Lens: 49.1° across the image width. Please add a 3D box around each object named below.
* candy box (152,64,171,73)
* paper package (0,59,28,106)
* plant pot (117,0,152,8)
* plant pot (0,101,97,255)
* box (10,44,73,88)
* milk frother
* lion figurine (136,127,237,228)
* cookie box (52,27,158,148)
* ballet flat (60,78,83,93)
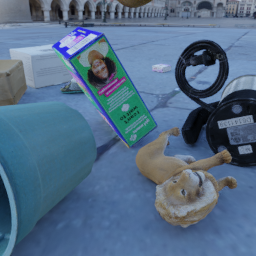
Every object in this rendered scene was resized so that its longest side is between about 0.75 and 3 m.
[{"bbox_3d":[1.841,-3.268,15.280,0.703,0.300,0.838,20,30,37],"label":"candy box"},{"bbox_3d":[-5.318,-1.656,10.332,2.637,1.364,2.514,-4,24,-6],"label":"paper package"},{"bbox_3d":[0.257,-2.689,5.099,0.981,0.981,1.052,-7,27,-15],"label":"plant pot"},{"bbox_3d":[-1.806,0.558,4.562,2.289,2.289,2.242,11,18,23],"label":"plant pot"},{"bbox_3d":[-3.907,-2.959,13.114,2.267,1.490,2.279,-21,31,-39],"label":"box"},{"bbox_3d":[2.562,-0.885,6.961,2.458,2.724,2.562,6,24,23],"label":"milk frother"},{"bbox_3d":[0.844,0.832,5.455,1.772,1.049,2.894,-18,15,-20],"label":"lion figurine"},{"bbox_3d":[-0.642,-1.119,7.349,1.025,2.727,2.332,-38,31,-5],"label":"cookie box"},{"bbox_3d":[-1.579,-1.903,11.542,2.448,0.881,0.881,-1,24,-2],"label":"ballet flat"}]
